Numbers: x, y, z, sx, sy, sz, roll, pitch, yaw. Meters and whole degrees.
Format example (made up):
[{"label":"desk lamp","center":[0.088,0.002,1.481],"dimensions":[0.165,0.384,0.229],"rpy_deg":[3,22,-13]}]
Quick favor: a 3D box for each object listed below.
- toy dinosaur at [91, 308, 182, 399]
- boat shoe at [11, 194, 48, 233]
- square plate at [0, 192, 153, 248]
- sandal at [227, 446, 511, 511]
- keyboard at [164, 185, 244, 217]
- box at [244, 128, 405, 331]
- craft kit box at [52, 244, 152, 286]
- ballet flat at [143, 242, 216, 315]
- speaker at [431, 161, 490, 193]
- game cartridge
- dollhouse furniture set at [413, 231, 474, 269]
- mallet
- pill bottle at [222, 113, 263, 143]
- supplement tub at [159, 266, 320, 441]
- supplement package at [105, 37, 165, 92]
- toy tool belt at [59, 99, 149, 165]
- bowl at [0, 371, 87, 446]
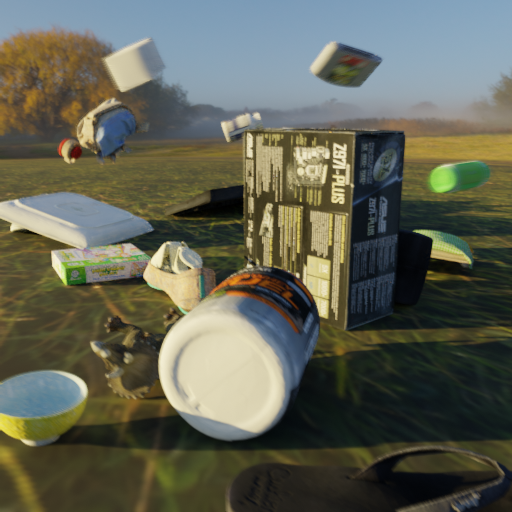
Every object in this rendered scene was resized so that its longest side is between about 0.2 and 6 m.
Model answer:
[{"label":"toy dinosaur","center":[-0.966,1.013,5.986],"dimensions":[1.981,0.763,1.013],"rpy_deg":[-4,24,-45]},{"label":"boat shoe","center":[-5.688,-1.072,14.398],"dimensions":[0.905,0.787,2.455],"rpy_deg":[-1,13,-4]},{"label":"square plate","center":[-4.291,-0.962,13.343],"dimensions":[2.822,0.401,2.796],"rpy_deg":[20,18,16]},{"label":"sandal","center":[0.974,1.571,3.583],"dimensions":[2.335,0.500,0.888],"rpy_deg":[0,13,1]},{"label":"keyboard","center":[-0.209,-1.651,17.612],"dimensions":[2.688,1.023,5.165],"rpy_deg":[-19,-1,39]},{"label":"box","center":[0.878,-0.514,8.013],"dimensions":[1.103,2.561,2.098],"rpy_deg":[-11,17,-40]},{"label":"craft kit box","center":[-2.831,0.130,10.238],"dimensions":[1.530,0.376,1.549],"rpy_deg":[-10,16,-26]},{"label":"ballet flat","center":[-1.179,0.218,8.765],"dimensions":[0.822,0.812,2.416],"rpy_deg":[-7,14,-28]},{"label":"speaker","center":[3.749,-1.446,10.258],"dimensions":[1.184,0.524,0.524],"rpy_deg":[-13,18,-34]},{"label":"game cartridge","center":[1.728,-3.659,10.857],"dimensions":[1.232,0.252,0.820],"rpy_deg":[3,-26,-30]},{"label":"dollhouse furniture set","center":[2.529,-0.802,10.792],"dimensions":[3.462,1.336,1.730],"rpy_deg":[11,9,16]},{"label":"mallet","center":[2.112,-0.104,9.518],"dimensions":[0.682,1.092,3.315],"rpy_deg":[13,11,-6]},{"label":"pill bottle","center":[-0.323,-3.176,13.809],"dimensions":[0.939,0.522,0.522],"rpy_deg":[-18,13,4]},{"label":"supplement tub","center":[-0.037,0.794,5.434],"dimensions":[1.197,1.197,1.954],"rpy_deg":[3,13,13]},{"label":"supplement package","center":[-2.725,-4.380,12.782],"dimensions":[0.778,0.775,1.326],"rpy_deg":[-15,27,17]},{"label":"toy tool belt","center":[-3.133,-2.456,11.693],"dimensions":[1.063,1.081,1.730],"rpy_deg":[31,61,14]},{"label":"bowl","center":[-1.831,1.338,4.736],"dimensions":[0.775,0.417,0.775],"rpy_deg":[4,17,-1]}]
